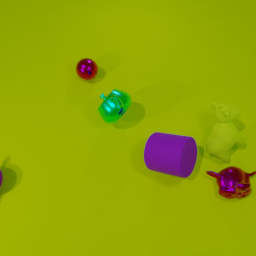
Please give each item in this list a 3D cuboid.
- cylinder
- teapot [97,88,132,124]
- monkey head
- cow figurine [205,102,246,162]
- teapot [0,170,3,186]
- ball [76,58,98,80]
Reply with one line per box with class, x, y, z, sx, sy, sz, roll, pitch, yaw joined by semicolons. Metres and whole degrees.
cylinder;1.090;0.664;7.119;1.019;1.019;1.019;8;58;36
teapot;-0.451;-0.658;7.868;0.815;1.664;1.034;39;78;-7
monkey head;2.699;1.311;7.038;1.342;0.966;0.809;0;63;1
cow figurine;2.437;0.059;7.305;1.396;1.373;0.766;-50;27;4
teapot;-3.635;1.351;7.121;0.782;0.616;1.257;-15;62;24
ball;-1.299;-1.859;8.855;0.702;0.702;0.702;0;62;0
